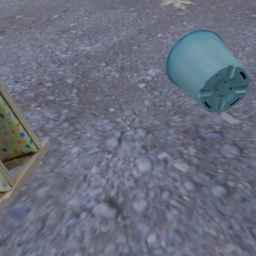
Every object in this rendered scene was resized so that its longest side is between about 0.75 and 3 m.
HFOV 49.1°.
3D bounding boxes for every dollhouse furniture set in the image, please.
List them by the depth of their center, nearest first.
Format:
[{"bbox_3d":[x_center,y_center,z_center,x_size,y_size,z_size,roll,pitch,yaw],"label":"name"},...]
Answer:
[{"bbox_3d":[-2.458,-0.106,3.247,1.968,2.226,1.237,-15,28,19],"label":"dollhouse furniture set"}]

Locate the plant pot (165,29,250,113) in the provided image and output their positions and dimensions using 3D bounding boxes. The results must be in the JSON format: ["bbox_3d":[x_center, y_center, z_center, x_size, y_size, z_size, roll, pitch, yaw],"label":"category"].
[{"bbox_3d":[1.691,-1.134,5.854,1.435,1.435,1.405,-9,39,-10],"label":"plant pot"}]
